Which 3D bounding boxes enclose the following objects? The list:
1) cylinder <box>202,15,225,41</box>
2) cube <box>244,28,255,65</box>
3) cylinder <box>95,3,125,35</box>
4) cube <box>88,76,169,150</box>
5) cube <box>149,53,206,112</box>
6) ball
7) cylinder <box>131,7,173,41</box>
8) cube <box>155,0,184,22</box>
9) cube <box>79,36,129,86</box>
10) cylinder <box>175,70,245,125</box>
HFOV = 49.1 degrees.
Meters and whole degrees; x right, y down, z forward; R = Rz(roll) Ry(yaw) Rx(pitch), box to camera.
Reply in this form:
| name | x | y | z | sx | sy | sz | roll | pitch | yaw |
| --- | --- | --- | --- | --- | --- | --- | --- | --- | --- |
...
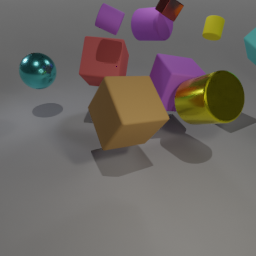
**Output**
| name | x | y | z | sx | sy | sz | roll | pitch | yaw |
| --- | --- | --- | --- | --- | --- | --- | --- | --- | --- |
| cylinder | 3.243 | -3.783 | 10.624 | 0.700 | 0.700 | 0.700 | 14 | -1 | 0 |
| cube | 4.735 | -2.576 | 8.809 | 1.400 | 1.400 | 1.400 | 55 | 14 | 28 |
| cylinder | -0.547 | -3.264 | 8.424 | 0.700 | 0.700 | 0.700 | 23 | 28 | -7 |
| cube | -0.042 | -0.406 | 7.434 | 1.400 | 1.400 | 1.400 | -7 | 64 | -32 |
| cube | 1.605 | -1.506 | 9.483 | 1.400 | 1.400 | 1.400 | 2 | 39 | -21 |
| ball | -3.483 | -2.200 | 10.852 | 1.400 | 1.400 | 1.400 | 0 | 29 | 0 |
| cylinder | 1.088 | -4.645 | 12.559 | 1.400 | 1.400 | 1.400 | 13 | 31 | 37 |
| cube | 1.624 | -4.768 | 11.060 | 0.700 | 0.700 | 0.700 | 17 | 28 | -33 |
| cube | -0.818 | -2.319 | 10.118 | 1.400 | 1.400 | 1.400 | 7 | -6 | 8 |
| cylinder | 2.278 | -0.811 | 7.959 | 1.400 | 1.400 | 1.400 | -14 | 4 | -23 |
